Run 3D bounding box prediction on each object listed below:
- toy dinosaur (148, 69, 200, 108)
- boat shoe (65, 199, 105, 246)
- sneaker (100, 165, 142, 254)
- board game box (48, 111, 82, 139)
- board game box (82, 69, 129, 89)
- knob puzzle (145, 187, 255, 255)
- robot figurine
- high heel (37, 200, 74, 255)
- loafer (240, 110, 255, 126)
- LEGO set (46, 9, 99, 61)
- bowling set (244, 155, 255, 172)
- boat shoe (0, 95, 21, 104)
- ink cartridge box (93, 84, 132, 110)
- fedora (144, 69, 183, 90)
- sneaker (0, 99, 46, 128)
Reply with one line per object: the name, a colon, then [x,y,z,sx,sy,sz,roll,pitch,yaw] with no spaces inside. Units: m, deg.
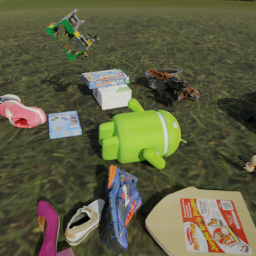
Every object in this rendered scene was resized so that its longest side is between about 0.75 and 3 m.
toy dinosaur: [2.206,-1.999,13.658,2.715,1.387,1.842,13,32,11]
boat shoe: [-1.018,2.282,7.157,0.556,0.509,1.489,14,33,23]
sneaker: [-0.114,1.983,7.289,1.032,0.991,2.632,12,35,-10]
board game box: [-2.636,-0.170,11.577,1.231,0.298,1.627,-8,31,-13]
board game box: [-1.101,-2.425,13.694,1.986,0.342,1.344,-12,32,-20]
knob puzzle: [1.746,2.479,6.926,2.893,0.401,2.893,0,31,0]
robot figurine: [0.477,0.273,9.459,2.850,1.649,2.501,-7,49,-12]
high heel: [-2.035,2.522,6.494,1.001,0.702,2.082,-7,33,-33]
loafer: [5.227,-0.438,11.927,0.421,0.407,1.198,-6,33,-28]
LEGO set: [-1.887,-3.260,9.726,1.273,1.655,0.959,-26,28,39]
bowling set: [4.475,1.422,8.569,1.583,0.850,1.102,-2,49,-6]
boat shoe: [-5.908,-1.004,12.777,1.854,0.692,0.860,-6,39,2]
ink cartridge box: [-0.907,-1.879,13.963,1.472,0.846,2.513,-9,31,-16]
fedora: [1.889,-2.587,14.997,2.099,0.948,1.856,1,22,15]
sneaker: [-4.635,-0.551,11.675,2.367,0.872,1.027,12,34,20]
